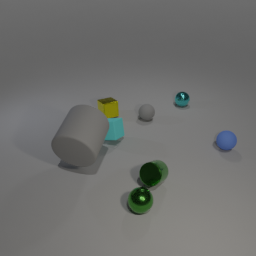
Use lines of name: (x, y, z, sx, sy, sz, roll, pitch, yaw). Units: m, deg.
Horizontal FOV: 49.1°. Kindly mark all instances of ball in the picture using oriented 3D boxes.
ball: (0.341, 1.957, 7.605, 0.700, 0.700, 0.700, 0, 31, 0)
ball: (0.799, -0.679, 11.939, 0.700, 0.700, 0.700, 0, 31, 0)
ball: (3.524, 0.438, 10.016, 0.700, 0.700, 0.700, 0, 31, 0)
ball: (2.533, -1.350, 13.080, 0.700, 0.700, 0.700, 0, 31, 0)

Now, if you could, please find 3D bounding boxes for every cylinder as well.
cylinder: (0.785, 1.341, 8.409, 0.700, 0.700, 0.700, 16, 7, 24)
cylinder: (-1.430, 0.236, 8.629, 1.400, 1.400, 1.400, 8, 47, 13)

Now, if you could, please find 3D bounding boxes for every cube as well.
cube: (-0.625, 0.035, 10.454, 0.700, 0.700, 0.700, -2, 12, 27)
cube: (-0.869, -0.875, 12.217, 0.700, 0.700, 0.700, -15, 28, -25)
